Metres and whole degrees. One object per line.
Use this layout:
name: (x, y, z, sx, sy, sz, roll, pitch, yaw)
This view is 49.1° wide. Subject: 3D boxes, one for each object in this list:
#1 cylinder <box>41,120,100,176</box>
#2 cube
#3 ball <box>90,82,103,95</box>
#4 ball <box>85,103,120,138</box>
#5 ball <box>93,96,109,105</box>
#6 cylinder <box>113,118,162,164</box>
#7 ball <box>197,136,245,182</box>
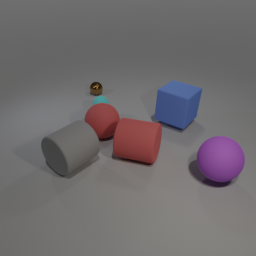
cylinder: (-1.899, 0.637, 9.324, 1.400, 1.400, 1.400, 23, 39, 34)
cube: (2.114, -1.023, 11.846, 1.400, 1.400, 1.400, 22, 36, 28)
ball: (-1.696, -2.114, 14.950, 0.700, 0.700, 0.700, 0, 30, 0)
ball: (-1.014, -0.290, 11.097, 1.400, 1.400, 1.400, 0, 30, 0)
ball: (-1.207, -1.080, 12.451, 0.700, 0.700, 0.700, 0, 30, 0)
cylinder: (0.358, 0.426, 9.806, 1.400, 1.400, 1.400, 10, 31, 16)
ball: (2.837, 0.945, 8.612, 1.400, 1.400, 1.400, 0, 30, 0)
